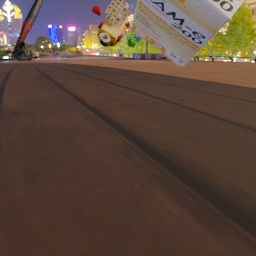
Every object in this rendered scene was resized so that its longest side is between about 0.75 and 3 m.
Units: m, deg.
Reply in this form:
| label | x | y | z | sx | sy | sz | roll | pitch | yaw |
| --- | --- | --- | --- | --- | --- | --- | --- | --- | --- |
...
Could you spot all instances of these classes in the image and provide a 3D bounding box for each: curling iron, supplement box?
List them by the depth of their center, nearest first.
| label | x | y | z | sx | sy | sz | roll | pitch | yaw |
| --- | --- | --- | --- | --- | --- | --- | --- | --- | --- |
| supplement box | 1.191 | -2.653 | 6.254 | 1.826 | 1.065 | 2.897 | 37 | -8 | -1 |
| curling iron | -3.287 | -3.519 | 9.554 | 0.685 | 2.765 | 0.353 | 16 | -7 | 21 |

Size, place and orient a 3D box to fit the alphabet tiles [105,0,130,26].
| label | x | y | z | sx | sy | sz | roll | pitch | yaw |
| --- | --- | --- | --- | --- | --- | --- | --- | --- | --- |
| alphabet tiles | -0.317 | -3.682 | 8.858 | 0.664 | 0.798 | 0.025 | 35 | 0 | -22 |

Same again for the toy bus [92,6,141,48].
| label | x | y | z | sx | sy | sz | roll | pitch | yaw |
| --- | --- | --- | --- | --- | --- | --- | --- | --- | --- |
| toy bus | -0.582 | -3.173 | 9.390 | 1.675 | 1.581 | 0.866 | -8 | -24 | -35 |
